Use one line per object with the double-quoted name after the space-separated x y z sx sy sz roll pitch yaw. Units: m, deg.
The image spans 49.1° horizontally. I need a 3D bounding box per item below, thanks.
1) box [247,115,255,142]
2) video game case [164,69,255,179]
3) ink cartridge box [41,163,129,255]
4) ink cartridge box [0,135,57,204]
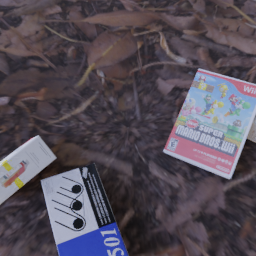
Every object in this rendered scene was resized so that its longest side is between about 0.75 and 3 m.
3.275 0.049 6.576 0.897 0.683 0.477 26 63 15 "box"
1.968 -0.161 6.441 1.588 0.194 2.221 21 81 20 "video game case"
-0.788 1.944 5.292 1.144 0.538 2.434 -17 57 -15 "ink cartridge box"
-2.325 0.858 5.774 1.466 1.064 0.611 -41 104 -24 "ink cartridge box"
